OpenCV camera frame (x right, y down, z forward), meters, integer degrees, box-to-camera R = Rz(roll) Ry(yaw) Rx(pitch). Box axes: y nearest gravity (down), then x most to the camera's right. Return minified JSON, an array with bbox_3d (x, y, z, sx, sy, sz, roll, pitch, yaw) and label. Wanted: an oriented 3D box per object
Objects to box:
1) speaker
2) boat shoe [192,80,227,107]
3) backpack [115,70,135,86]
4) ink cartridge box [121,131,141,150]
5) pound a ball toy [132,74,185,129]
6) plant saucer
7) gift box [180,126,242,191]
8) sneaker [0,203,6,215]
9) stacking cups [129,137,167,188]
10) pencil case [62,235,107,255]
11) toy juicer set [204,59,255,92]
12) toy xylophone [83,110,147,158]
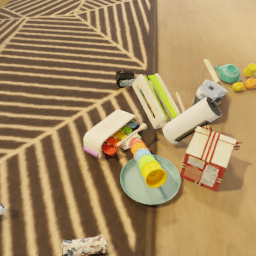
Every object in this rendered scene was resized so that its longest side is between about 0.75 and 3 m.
[{"bbox_3d":[2.290,-0.255,10.202,0.849,2.091,0.849,30,40,-30],"label":"speaker"},{"bbox_3d":[3.483,-1.314,12.120,1.095,1.013,2.965,33,29,11],"label":"boat shoe"},{"bbox_3d":[-0.117,-2.385,13.588,0.941,0.596,0.785,-6,58,-6],"label":"backpack"},{"bbox_3d":[0.068,0.486,10.889,0.792,0.266,0.464,-26,50,-24],"label":"ink cartridge box"},{"bbox_3d":[1.382,-0.968,11.539,1.634,1.065,2.506,-12,68,-37],"label":"pound a ball toy"},{"bbox_3d":[0.757,1.768,9.583,2.032,0.278,2.032,0,45,0],"label":"plant saucer"},{"bbox_3d":[2.795,0.916,9.487,1.564,1.695,1.583,24,48,15],"label":"gift box"},{"bbox_3d":[-4.564,2.742,8.314,1.669,0.666,1.086,3,46,3],"label":"sneaker"},{"bbox_3d":[0.564,0.977,9.419,0.725,0.725,2.396,-10,30,-10],"label":"stacking cups"},{"bbox_3d":[-1.217,3.298,7.812,1.249,0.558,0.486,-5,66,-6],"label":"pencil case"},{"bbox_3d":[4.971,-2.444,13.682,2.645,0.720,1.682,6,62,1],"label":"toy juicer set"},{"bbox_3d":[-0.463,0.187,10.762,2.591,0.651,1.897,-33,42,-27],"label":"toy xylophone"}]
